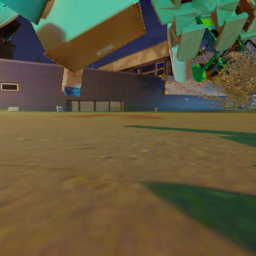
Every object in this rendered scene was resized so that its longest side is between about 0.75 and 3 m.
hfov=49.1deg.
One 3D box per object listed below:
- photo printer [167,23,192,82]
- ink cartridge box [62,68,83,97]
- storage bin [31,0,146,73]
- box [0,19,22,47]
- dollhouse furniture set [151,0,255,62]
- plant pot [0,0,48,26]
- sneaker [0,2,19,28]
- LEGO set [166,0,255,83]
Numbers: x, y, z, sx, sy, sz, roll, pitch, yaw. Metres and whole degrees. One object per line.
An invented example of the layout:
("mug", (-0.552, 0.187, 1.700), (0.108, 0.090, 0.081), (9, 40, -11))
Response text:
("photo printer", (1.570, -2.430, 8.624), (0.563, 1.620, 1.348), (-9, -37, 9))
("ink cartridge box", (-2.331, -2.398, 11.882), (0.643, 1.913, 1.112), (4, 18, -22))
("storage bin", (-1.104, -3.231, 8.831), (2.982, 1.398, 2.961), (-28, -4, 7))
("box", (-3.820, -3.051, 8.081), (1.175, 0.690, 1.155), (38, -11, -25))
("dollhouse furniture set", (1.921, -2.884, 6.635), (2.695, 2.476, 1.754), (-16, -22, -5))
("plant pot", (-1.968, -2.610, 5.249), (1.072, 0.860, 1.072), (33, 9, -6))
("sneaker", (-3.419, -3.054, 6.696), (0.845, 2.297, 1.355), (37, -11, 7))
("LEGO set", (2.756, -3.051, 9.123), (1.691, 2.918, 2.244), (-19, -24, -22))
